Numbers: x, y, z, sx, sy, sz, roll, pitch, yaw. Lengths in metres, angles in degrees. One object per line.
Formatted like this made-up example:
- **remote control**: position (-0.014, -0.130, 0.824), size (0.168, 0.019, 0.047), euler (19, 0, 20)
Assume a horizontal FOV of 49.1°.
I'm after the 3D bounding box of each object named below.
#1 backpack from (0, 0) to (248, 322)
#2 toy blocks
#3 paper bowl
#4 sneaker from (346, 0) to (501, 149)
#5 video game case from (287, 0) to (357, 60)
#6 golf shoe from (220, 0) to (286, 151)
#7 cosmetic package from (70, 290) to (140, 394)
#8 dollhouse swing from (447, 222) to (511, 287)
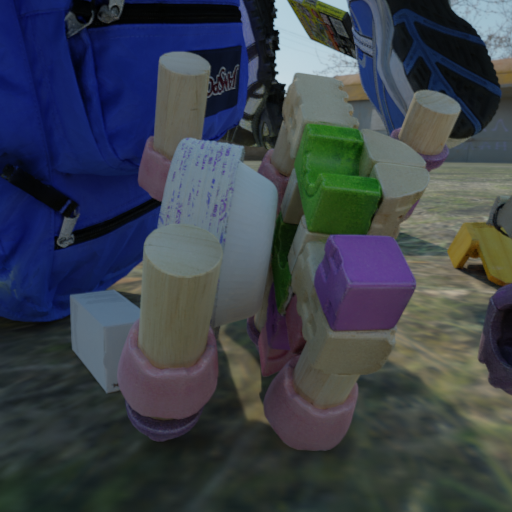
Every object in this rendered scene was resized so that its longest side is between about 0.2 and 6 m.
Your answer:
- **backpack**: position (-2.377, -1.925, 5.576), size (4.324, 5.152, 4.187), euler (12, 26, 25)
- **toy blocks**: position (0.409, 0.208, 3.934), size (2.565, 2.159, 2.397), euler (4, 43, -10)
- **paper bowl**: position (-0.234, -0.082, 3.592), size (0.658, 1.264, 1.264), euler (9, 12, 0)
- **sneaker**: position (1.485, -2.611, 6.215), size (1.279, 3.378, 1.301), euler (-6, -15, -13)
- **video game case**: position (1.349, -4.318, 10.562), size (1.365, 0.193, 1.511), euler (35, 4, 27)
- **golf shoe**: position (-0.388, -2.879, 8.698), size (1.616, 1.330, 3.421), euler (2, -33, 8)
- **cosmetic package**: position (-1.164, 0.643, 4.464), size (0.417, 0.529, 0.984), euler (-5, 14, -32)
- **dollhouse swing**: position (3.440, 0.152, 7.588), size (1.247, 1.096, 1.133), euler (-1, -30, 0)
